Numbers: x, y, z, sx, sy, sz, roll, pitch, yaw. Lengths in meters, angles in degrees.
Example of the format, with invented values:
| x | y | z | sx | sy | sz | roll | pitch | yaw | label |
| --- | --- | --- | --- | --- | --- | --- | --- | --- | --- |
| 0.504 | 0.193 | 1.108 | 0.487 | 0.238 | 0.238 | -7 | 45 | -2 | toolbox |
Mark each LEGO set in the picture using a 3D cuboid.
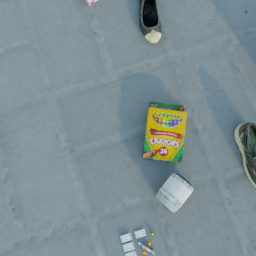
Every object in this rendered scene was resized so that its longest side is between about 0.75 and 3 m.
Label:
| x | y | z | sx | sy | sz | roll | pitch | yaw | label |
| --- | --- | --- | --- | --- | --- | --- | --- | --- | --- |
| 0.406 | 3.977 | 9.576 | 1.172 | 0.288 | 0.876 | -16 | 85 | -3 | LEGO set |

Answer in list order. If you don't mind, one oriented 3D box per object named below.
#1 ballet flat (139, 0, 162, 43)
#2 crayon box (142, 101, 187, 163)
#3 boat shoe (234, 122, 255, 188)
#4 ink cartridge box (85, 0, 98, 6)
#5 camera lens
| x | y | z | sx | sy | sz | roll | pitch | yaw | label |
| --- | --- | --- | --- | --- | --- | --- | --- | --- | --- |
| 0.806 | -4.443 | 10.742 | 0.822 | 0.702 | 2.472 | -7 | 81 | -1 | ballet flat |
| 1.324 | 0.098 | 10.071 | 1.387 | 0.555 | 2.185 | 7 | 80 | 1 | crayon box |
| 4.550 | 1.066 | 9.735 | 0.962 | 0.885 | 2.692 | -19 | 81 | -3 | boat shoe |
| -1.614 | -5.755 | 11.158 | 0.941 | 0.331 | 1.578 | -35 | 85 | -6 | ink cartridge box |
| 1.592 | 2.184 | 9.541 | 0.897 | 0.897 | 1.121 | 39 | 83 | 6 | camera lens |
